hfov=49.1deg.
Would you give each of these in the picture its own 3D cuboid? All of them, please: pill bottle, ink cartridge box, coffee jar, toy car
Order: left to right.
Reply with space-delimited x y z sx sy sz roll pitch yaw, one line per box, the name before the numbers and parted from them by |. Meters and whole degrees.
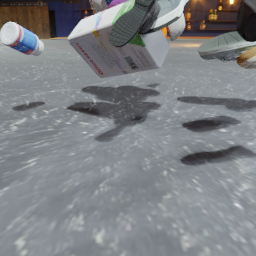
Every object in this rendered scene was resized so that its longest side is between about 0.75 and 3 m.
pill bottle | -2.797 -2.332 7.532 0.619 0.619 1.103 10 -1 25
ink cartridge box | -0.250 -2.174 7.129 2.081 1.507 0.874 0 54 41
toy car | 0.225 -3.536 8.355 2.601 2.972 2.229 -16 20 14
coffee jar | 2.910 -2.315 5.303 1.677 0.875 0.716 -25 61 -5

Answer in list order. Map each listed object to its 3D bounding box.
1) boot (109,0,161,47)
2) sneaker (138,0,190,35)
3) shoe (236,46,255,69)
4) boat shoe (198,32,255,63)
boot | 0.189 -1.828 4.964 0.421 1.208 0.795 40 4 12
sneaker | 0.771 -3.175 5.730 1.061 1.532 2.537 9 51 42
shoe | 2.379 -1.062 3.952 1.770 0.472 0.619 -15 -7 -12
boat shoe | 3.519 -2.340 8.294 2.795 0.896 1.030 -7 33 13
